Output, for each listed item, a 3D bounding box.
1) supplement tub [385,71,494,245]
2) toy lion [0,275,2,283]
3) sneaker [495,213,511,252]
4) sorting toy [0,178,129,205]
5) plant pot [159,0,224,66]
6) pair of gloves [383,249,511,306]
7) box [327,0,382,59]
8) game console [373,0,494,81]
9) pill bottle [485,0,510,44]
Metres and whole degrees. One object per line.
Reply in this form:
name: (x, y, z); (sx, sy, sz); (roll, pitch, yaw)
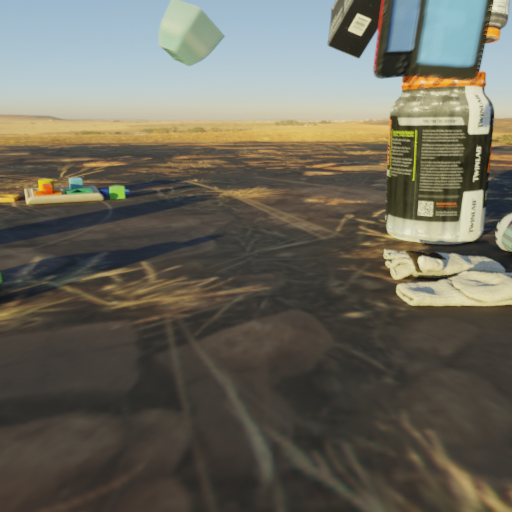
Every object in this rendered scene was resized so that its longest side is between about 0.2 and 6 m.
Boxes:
supplement tub: (3.212, -1.742, 9.901); (1.746, 2.851, 1.746); (-1, 15, 0)
toy lion: (-3.769, 0.362, 6.632); (1.439, 0.494, 1.379); (-11, 11, -36)
sneaker: (5.009, -0.270, 8.578); (2.358, 0.877, 1.032); (-9, 24, 6)
sorting toy: (-5.128, -1.751, 14.793); (3.578, 0.487, 2.015); (-6, 15, -22)
plant pot: (-1.261, -3.946, 10.085); (0.826, 0.841, 0.824); (34, 2, 35)
pair of gloves: (2.565, 0.232, 7.231); (1.644, 0.339, 1.933); (1, 15, 3)
box: (1.378, -3.287, 7.327); (0.499, 0.872, 0.958); (17, -34, -13)
game console: (1.554, -2.077, 4.850); (0.633, 1.066, 0.919); (21, 29, 36)
pill bottle: (4.061, -4.330, 9.729); (0.620, 1.168, 0.620); (5, 2, 0)
